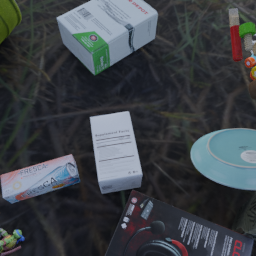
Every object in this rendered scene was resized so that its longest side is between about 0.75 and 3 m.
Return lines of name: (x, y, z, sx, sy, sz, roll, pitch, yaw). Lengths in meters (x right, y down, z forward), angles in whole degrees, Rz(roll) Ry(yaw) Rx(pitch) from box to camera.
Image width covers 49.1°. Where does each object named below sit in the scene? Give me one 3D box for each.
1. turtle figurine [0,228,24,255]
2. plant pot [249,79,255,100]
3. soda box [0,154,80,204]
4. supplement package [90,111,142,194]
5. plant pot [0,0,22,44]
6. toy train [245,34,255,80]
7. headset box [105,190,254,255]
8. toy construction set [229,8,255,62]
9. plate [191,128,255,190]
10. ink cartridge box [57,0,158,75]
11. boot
turtle figurine: (-2.679, 2.259, 5.598, 0.907, 0.935, 0.673, -47, 37, -18)
plant pot: (2.981, -0.853, 5.832, 0.791, 0.739, 0.739, -11, 50, 44)
soda box: (-1.943, 1.141, 6.280, 1.627, 0.517, 0.557, -17, 62, -8)
supplement package: (-0.288, 0.557, 6.353, 0.926, 0.938, 1.547, -9, 62, -5)
plant pot: (-4.798, -2.536, 7.241, 2.920, 2.920, 2.811, 20, 76, 11)
toy train: (4.364, -1.724, 7.818, 2.349, 0.653, 1.765, 18, 62, 6)
headset box: (0.932, 2.639, 5.172, 2.674, 1.003, 1.987, 21, 63, 11)
toy construction set: (2.973, -2.284, 4.924, 2.312, 1.929, 1.777, -7, 84, 24)
plate: (2.519, 0.496, 6.115, 2.252, 0.288, 2.252, -6, 29, 3)
ink cartridge box: (-0.559, -2.917, 8.224, 2.385, 0.991, 1.748, -35, 67, -18)
boot: (3.288, 2.004, 4.944, 2.426, 2.206, 0.880, 24, 76, 18)
